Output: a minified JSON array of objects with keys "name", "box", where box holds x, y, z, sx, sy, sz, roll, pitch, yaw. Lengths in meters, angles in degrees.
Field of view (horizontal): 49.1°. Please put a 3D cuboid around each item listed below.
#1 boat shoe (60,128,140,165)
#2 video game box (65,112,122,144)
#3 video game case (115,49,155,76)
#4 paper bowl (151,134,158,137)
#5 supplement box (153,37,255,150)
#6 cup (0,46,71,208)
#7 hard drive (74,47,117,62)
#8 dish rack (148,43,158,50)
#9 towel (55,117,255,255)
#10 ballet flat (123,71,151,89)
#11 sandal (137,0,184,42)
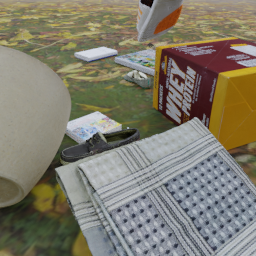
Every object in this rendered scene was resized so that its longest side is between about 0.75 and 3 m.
[{"name":"boat shoe","box":[-0.620,0.374,6.465,1.935,0.636,0.691,-10,31,-16]},{"name":"video game box","box":[-0.957,0.008,7.469,1.191,0.279,1.085,-24,35,-35]},{"name":"video game case","box":[1.099,-3.027,12.736,2.339,0.282,2.566,-24,38,-36]},{"name":"paper bowl","box":[0.174,0.731,5.386,1.344,1.344,0.699,-22,80,-34]},{"name":"supplement box","box":[2.663,-1.147,7.784,2.877,1.937,2.917,-13,33,-22]},{"name":"cup","box":[-2.485,0.237,5.073,2.811,2.811,2.010,-3,52,-5]},{"name":"hard drive","box":[-1.577,-3.681,13.915,1.782,0.226,1.175,-26,39,-37]},{"name":"dish rack","box":[1.353,-3.967,13.891,0.803,0.219,0.616,36,-7,-15]},{"name":"towel","box":[0.801,1.235,3.991,2.941,0.508,2.832,-19,63,-28]},{"name":"ballet flat","box":[0.354,-1.936,10.635,0.512,0.484,1.519,-19,35,-30]},{"name":"sandal","box":[0.457,-1.758,3.845,0.598,1.560,0.447,-23,80,-16]}]
